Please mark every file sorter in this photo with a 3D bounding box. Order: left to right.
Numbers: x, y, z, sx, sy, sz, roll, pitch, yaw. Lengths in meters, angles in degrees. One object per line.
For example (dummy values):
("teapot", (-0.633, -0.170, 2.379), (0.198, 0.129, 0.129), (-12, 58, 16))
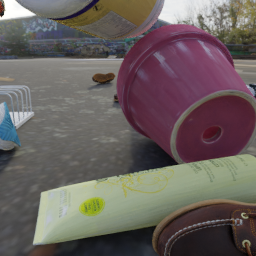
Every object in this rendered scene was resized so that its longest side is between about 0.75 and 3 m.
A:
("file sorter", (-3.613, -0.653, 8.253), (1.131, 1.014, 1.629), (0, 16, -1))

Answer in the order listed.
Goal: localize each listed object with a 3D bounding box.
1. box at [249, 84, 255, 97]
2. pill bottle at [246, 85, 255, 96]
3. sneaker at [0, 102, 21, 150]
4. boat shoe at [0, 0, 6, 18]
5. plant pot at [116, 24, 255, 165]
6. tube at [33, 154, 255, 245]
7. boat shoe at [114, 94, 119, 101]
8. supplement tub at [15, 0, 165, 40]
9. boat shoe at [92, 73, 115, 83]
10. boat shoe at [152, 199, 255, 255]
("box", (6.625, -1.457, 11.673), (1.955, 0.566, 2.460), (-5, 17, -15))
("pill bottle", (4.668, -1.495, 11.634), (0.676, 0.676, 1.167), (-3, 17, -9))
("sneaker", (-3.268, -0.014, 6.322), (1.142, 1.082, 2.828), (-23, 21, -33))
("boat shoe", (-3.598, -3.380, 7.702), (0.530, 0.466, 1.490), (36, 3, -27))
("plant pot", (1.240, -0.505, 5.625), (2.606, 2.606, 2.333), (-4, 33, -13))
("tube", (0.340, 0.893, 3.679), (2.971, 0.771, 0.862), (-7, -25, -10))
("boat shoe", (0.061, -1.517, 11.846), (0.611, 0.611, 1.736), (17, 25, 38))
("supplement tub", (-0.539, -2.676, 4.880), (2.009, 2.009, 2.764), (7, 10, 23))
("boat shoe", (-1.494, -2.908, 16.694), (1.676, 0.590, 0.589), (-13, -17, -44))
("boat shoe", (1.265, 1.128, 2.841), (1.972, 0.694, 0.693), (-4, 14, -14))
